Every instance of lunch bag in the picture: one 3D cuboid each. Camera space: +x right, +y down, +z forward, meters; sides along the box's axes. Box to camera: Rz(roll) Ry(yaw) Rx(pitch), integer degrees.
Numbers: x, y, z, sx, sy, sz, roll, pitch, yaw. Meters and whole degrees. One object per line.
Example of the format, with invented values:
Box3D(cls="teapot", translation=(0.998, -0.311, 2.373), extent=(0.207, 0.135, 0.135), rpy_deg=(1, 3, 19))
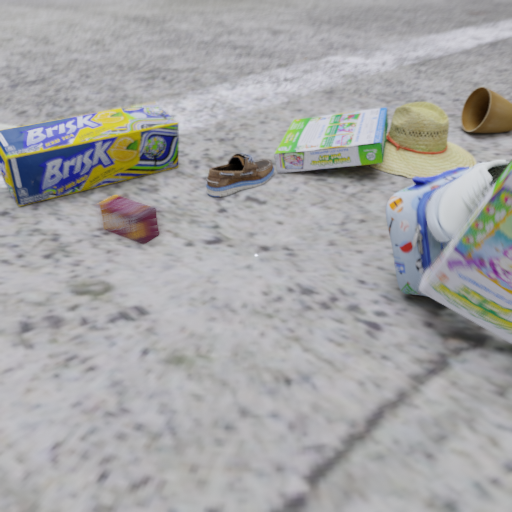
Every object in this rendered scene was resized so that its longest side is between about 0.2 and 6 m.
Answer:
Box3D(cls="lunch bag", translation=(2.937, -0.425, 8.479), extent=(2.254, 1.806, 0.851), rpy_deg=(-23, 20, -34))

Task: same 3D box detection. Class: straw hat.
Box3D(cls="straw hat", translation=(3.754, -2.871, 12.925), extent=(2.884, 1.221, 2.884), rpy_deg=(0, 33, 0))

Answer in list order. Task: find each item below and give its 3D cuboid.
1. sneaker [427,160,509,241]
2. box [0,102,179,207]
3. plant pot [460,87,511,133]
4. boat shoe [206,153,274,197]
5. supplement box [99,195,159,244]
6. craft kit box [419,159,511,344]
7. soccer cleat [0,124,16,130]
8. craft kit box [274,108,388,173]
Box3D(cls="sneaker", translation=(2.920, -0.843, 7.584), extent=(1.741, 0.636, 0.616), rpy_deg=(-44, 9, -32))
Box3D(cls="box", translation=(-3.486, -2.225, 11.823), extent=(3.573, 1.149, 1.252), rpy_deg=(-20, 45, -27))
Box3D(cls="plant pot", translation=(6.105, -3.618, 14.334), extent=(1.218, 1.135, 1.135), rpy_deg=(9, 30, -16))
Box3D(cls="boat shoe", translation=(-0.279, -1.785, 11.744), extent=(0.642, 0.644, 1.779), rpy_deg=(27, 41, 35))
Box3D(cls="supplement box", translation=(-2.280, -0.660, 10.066), extent=(1.006, 0.555, 0.431), rpy_deg=(19, 38, 27))
Box3D(cls="craft kit box", translation=(3.469, 0.166, 6.716), extent=(2.201, 2.174, 0.534), rpy_deg=(30, 46, 9))
Box3D(cls="soccer cleat", translation=(-5.071, -2.544, 12.835), extent=(2.491, 0.863, 0.966), rpy_deg=(9, 29, 1))
Box3D(cls="craft kit box", translation=(1.789, -2.679, 12.866), extent=(2.333, 0.573, 2.362), rpy_deg=(0, 32, 17))
